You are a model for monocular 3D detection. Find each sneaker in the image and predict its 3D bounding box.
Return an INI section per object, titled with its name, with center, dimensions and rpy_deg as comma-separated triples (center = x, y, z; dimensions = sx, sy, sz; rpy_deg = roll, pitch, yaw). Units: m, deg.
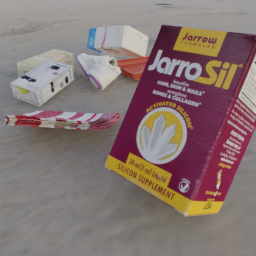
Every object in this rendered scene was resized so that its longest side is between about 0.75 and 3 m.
[sneaker]
center = -1.059, -2.227, 10.307
dimensions = 1.191, 0.895, 2.391
rpy_deg = -35, 45, -7

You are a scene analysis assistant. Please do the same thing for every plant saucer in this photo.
[plant saucer]
center = 0.632, -2.425, 11.267
dimensions = 2.076, 0.382, 2.080
rpy_deg = -14, 30, -22

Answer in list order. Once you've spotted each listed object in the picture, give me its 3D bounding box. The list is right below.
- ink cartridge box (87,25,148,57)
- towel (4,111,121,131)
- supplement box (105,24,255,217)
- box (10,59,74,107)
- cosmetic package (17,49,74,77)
[ink cartridge box]
center = -0.439, -3.576, 11.718
dimensions = 2.114, 0.895, 1.528
rpy_deg = 11, 3, 41
[towel]
center = -1.578, -0.273, 7.290
dimensions = 2.533, 0.288, 1.825
rpy_deg = 3, 9, 8
[supplement box]
center = 1.104, -0.144, 4.948
dimensions = 1.827, 2.791, 1.440
rpy_deg = 23, 2, 39
[box]
center = -2.772, -1.543, 9.263
dimensions = 1.087, 0.560, 1.863
rpy_deg = 21, 45, 20
[cosmetic package]
center = -3.157, -2.396, 10.949
dimensions = 1.072, 0.757, 2.070
rpy_deg = 17, 36, 21
